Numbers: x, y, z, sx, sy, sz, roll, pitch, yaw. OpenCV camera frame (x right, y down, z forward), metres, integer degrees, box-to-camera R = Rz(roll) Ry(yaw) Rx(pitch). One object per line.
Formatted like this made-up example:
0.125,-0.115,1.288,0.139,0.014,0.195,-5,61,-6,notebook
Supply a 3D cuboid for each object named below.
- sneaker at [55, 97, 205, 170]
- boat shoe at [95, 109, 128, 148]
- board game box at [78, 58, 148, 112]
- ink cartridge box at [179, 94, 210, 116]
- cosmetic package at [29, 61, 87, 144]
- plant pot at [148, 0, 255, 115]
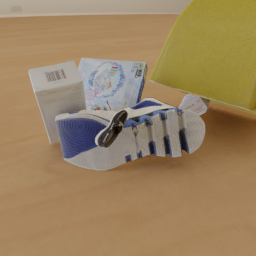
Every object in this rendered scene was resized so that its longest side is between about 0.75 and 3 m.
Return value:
0.050,0.036,6.070,2.879,1.163,1.663,-4,14,3,sneaker
-0.231,0.008,4.963,0.252,0.309,0.836,20,57,39,boat shoe
-0.576,-0.927,7.363,1.864,0.406,1.873,9,69,15,board game box
1.833,-0.674,7.688,0.700,0.413,1.217,-31,12,32,ink cartridge box
-1.423,-0.494,6.041,0.973,1.723,0.699,-15,56,-16,cosmetic package
2.555,-1.905,6.888,2.591,2.668,2.608,24,11,35,plant pot
